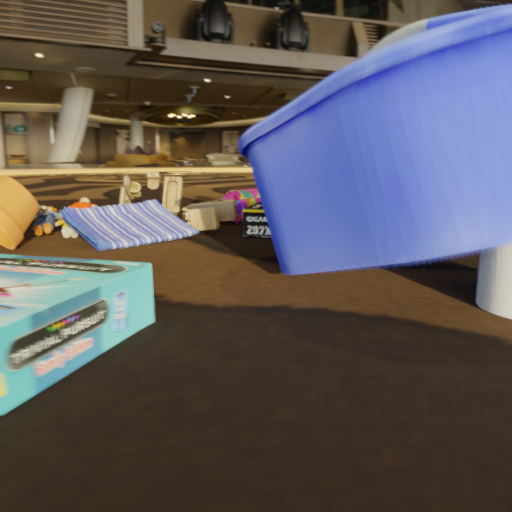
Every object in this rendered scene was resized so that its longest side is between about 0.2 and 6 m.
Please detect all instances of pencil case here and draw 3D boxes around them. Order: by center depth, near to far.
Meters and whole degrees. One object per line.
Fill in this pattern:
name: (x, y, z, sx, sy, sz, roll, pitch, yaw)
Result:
pencil case: (-0.049, -1.352, 14.903, 0.880, 0.880, 1.992, 9, 16, 39)

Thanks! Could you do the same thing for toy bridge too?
toy bridge: (-1.131, -1.113, 14.074, 1.270, 0.514, 3.777, -5, 10, 12)

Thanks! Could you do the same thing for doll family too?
doll family: (-4.354, -0.808, 12.180, 1.819, 0.820, 1.129, 1, 28, -11)

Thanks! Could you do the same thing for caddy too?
caddy: (2.065, -1.512, 7.333, 3.781, 2.807, 5.348, -13, 1, -28)

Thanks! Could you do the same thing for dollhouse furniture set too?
dollhouse furniture set: (-2.625, -1.601, 14.129, 1.320, 1.256, 1.076, 2, -18, 0)

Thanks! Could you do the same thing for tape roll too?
tape roll: (3.340, 0.143, 6.507, 1.433, 0.984, 1.433, -1, 11, 0)

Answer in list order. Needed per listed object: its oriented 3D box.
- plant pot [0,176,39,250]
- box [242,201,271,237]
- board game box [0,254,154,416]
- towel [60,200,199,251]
plant pot: (-4.658, -0.865, 10.339, 1.275, 1.275, 0.892, 10, 54, 43)
box: (0.997, -0.899, 12.900, 2.143, 0.662, 2.684, 4, 11, 11)
board game box: (-2.601, 0.590, 4.923, 2.261, 0.703, 2.995, 3, 11, 16)
towel: (-2.577, -0.687, 11.430, 2.333, 0.278, 1.689, -13, 35, -42)
